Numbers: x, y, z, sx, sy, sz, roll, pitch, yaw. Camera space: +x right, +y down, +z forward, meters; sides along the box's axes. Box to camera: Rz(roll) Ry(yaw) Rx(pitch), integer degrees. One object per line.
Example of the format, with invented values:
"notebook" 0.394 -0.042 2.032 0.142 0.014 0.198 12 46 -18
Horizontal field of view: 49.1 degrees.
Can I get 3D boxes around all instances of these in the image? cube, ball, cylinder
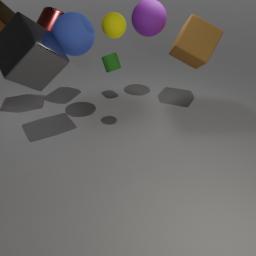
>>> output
"cube" -2.881 -2.177 8.234 1.400 1.400 1.400 57 18 23
"ball" -0.402 -2.918 7.964 0.700 0.700 0.700 0 30 0
"ball" 0.838 -4.380 11.178 1.400 1.400 1.400 0 30 0
"cylinder" -2.966 -3.737 11.034 1.400 1.400 1.400 24 -7 3
"cube" -4.621 -3.460 9.926 1.400 1.400 1.400 -38 36 18
"cylinder" -0.737 -2.900 12.398 0.700 0.700 0.700 -18 14 5
"cube" 2.673 -3.394 11.229 1.400 1.400 1.400 28 0 -4
"ball" -1.806 -3.126 9.356 1.400 1.400 1.400 0 30 0
